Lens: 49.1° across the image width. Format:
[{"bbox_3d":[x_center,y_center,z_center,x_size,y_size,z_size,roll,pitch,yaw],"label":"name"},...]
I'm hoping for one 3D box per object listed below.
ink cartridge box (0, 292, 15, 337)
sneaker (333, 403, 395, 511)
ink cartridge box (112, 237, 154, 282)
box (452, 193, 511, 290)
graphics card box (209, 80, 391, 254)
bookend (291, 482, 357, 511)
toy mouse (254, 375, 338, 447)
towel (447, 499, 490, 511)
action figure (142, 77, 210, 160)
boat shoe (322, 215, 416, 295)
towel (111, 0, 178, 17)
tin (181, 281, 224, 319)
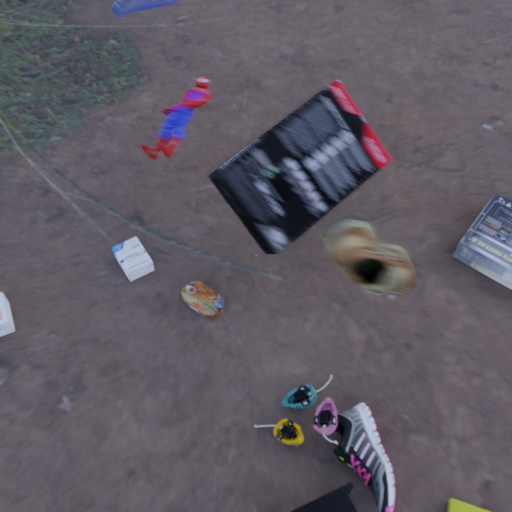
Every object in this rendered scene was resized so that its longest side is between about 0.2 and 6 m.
[{"bbox_3d":[-5.193,1.238,10.604,1.024,0.430,0.747,-20,56,-14],"label":"ink cartridge box"},{"bbox_3d":[1.663,3.264,9.007,0.779,0.657,1.780,-10,50,-7],"label":"sneaker"},{"bbox_3d":[-2.528,0.065,11.525,0.566,0.329,0.782,-27,58,-18],"label":"ink cartridge box"},{"bbox_3d":[5.507,-0.121,11.525,2.246,0.543,1.779,32,60,21],"label":"box"},{"bbox_3d":[0.829,-1.594,10.194,2.932,0.746,1.839,-41,103,-16],"label":"graphics card box"},{"bbox_3d":[1.050,4.398,8.126,1.539,0.709,1.529,-20,57,-15],"label":"bookend"},{"bbox_3d":[0.942,2.627,9.416,1.573,0.304,1.398,10,52,47],"label":"toy mouse"},{"bbox_3d":[3.143,4.966,8.044,1.113,0.233,2.586,18,55,6],"label":"towel"},{"bbox_3d":[-1.615,-3.082,12.112,0.767,0.606,2.343,-4,46,41],"label":"action figure"},{"bbox_3d":[1.773,0.217,8.451,0.842,2.225,0.822,-36,49,25],"label":"boat shoe"},{"bbox_3d":[-1.760,-4.740,10.203,1.400,0.231,1.934,-22,20,-23],"label":"towel"},{"bbox_3d":[-1.055,0.867,11.038,0.954,0.200,0.534,34,56,22],"label":"tin"}]
